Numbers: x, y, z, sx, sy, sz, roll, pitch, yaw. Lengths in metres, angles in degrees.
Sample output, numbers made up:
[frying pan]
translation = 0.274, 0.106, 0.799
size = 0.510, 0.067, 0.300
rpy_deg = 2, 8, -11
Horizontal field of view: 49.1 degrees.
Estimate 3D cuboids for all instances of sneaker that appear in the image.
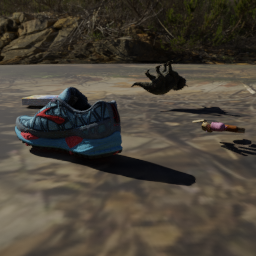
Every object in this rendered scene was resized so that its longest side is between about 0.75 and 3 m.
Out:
[sneaker]
translation = -1.148, -0.193, 5.389
size = 2.495, 1.192, 0.990
rpy_deg = 7, 8, 28

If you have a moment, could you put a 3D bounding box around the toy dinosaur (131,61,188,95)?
[toy dinosaur]
translation = 1.199, -1.598, 9.556
size = 2.177, 1.113, 0.838
rpy_deg = -23, 9, -23

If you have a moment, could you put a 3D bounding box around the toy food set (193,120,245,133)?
[toy food set]
translation = 1.949, 0.026, 5.832
size = 1.124, 0.177, 0.715
rpy_deg = 10, -5, -12

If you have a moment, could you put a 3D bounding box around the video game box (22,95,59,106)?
[video game box]
translation = -2.976, -1.003, 10.130
size = 1.279, 0.299, 1.165
rpy_deg = 1, 9, 3
